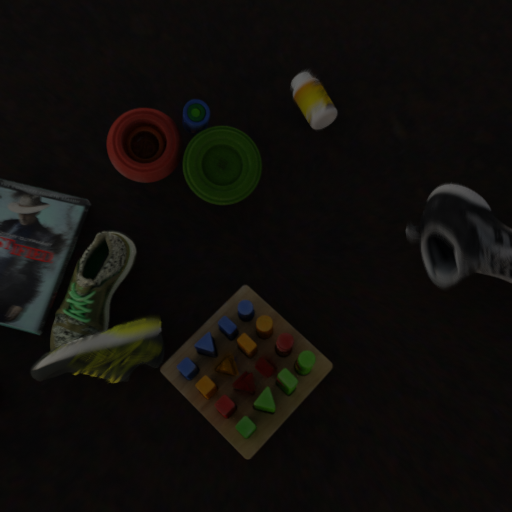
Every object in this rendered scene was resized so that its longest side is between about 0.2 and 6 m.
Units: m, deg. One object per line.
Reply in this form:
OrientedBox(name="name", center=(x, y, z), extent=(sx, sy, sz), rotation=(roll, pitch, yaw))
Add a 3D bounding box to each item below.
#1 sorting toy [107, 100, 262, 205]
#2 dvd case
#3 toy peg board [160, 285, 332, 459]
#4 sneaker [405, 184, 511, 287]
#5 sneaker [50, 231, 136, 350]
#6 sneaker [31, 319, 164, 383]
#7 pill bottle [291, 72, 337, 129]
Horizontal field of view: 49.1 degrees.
OrientedBox(name="sorting toy", center=(-1.089, -1.634, 8.814), extent=(2.374, 0.974, 1.426), rotation=(17, 86, -6))
OrientedBox(name="dvd case", center=(-3.632, -0.038, 8.495), extent=(1.592, 0.240, 2.181), rotation=(14, 69, 5))
OrientedBox(name="toy peg board", center=(-0.133, 1.482, 7.629), extent=(1.755, 0.862, 1.763), rotation=(42, 75, 13))
OrientedBox(name="sneaker", center=(3.296, 0.090, 7.861), extent=(2.543, 0.960, 1.447), rotation=(37, 50, 18))
OrientedBox(name="sneaker", center=(-2.431, 0.522, 7.889), extent=(0.809, 0.933, 2.105), rotation=(17, 78, 7))
OrientedBox(name="sneaker", center=(-2.068, 1.417, 7.578), extent=(1.811, 0.674, 0.766), rotation=(-17, 90, -20))
OrientedBox(name="pill bottle", center=(0.934, -2.579, 9.258), extent=(0.490, 0.490, 0.897), rotation=(-25, 72, -8))
